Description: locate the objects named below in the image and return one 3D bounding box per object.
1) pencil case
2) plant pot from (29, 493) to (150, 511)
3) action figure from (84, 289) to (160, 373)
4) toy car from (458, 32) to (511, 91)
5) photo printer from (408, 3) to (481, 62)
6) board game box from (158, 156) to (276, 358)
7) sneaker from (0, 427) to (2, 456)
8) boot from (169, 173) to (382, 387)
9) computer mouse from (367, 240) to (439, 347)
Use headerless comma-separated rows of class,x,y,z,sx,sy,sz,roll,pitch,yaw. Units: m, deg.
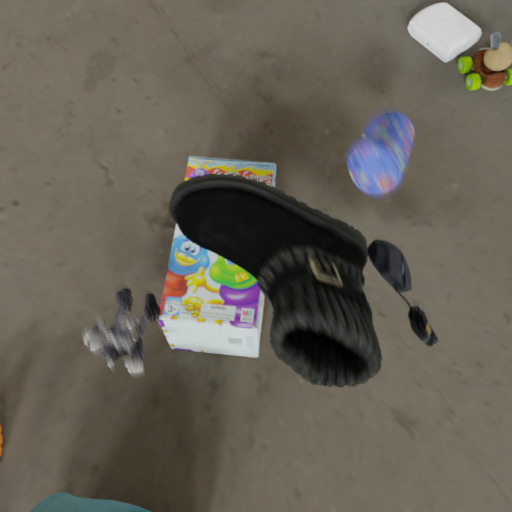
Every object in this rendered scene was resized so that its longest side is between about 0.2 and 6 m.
pencil case,1.783,-1.509,7.991,0.775,0.697,1.785,5,30,19
plant pot,-1.935,3.776,6.623,1.820,1.937,1.937,16,64,23
action figure,-1.808,1.093,7.391,0.864,1.454,0.742,23,38,-11
toy car,4.610,-3.877,10.780,0.953,1.160,0.916,-10,64,-5
photo printer,3.854,-4.681,11.594,1.030,0.430,1.239,-34,69,-16
board game box,-0.516,0.008,8.676,1.398,1.423,2.714,5,63,3
sneaker,-4.552,3.341,7.177,1.468,1.208,3.192,11,62,10
boot,0.180,0.240,6.816,2.905,1.093,2.172,17,44,-8
computer mouse,2.078,0.419,7.779,0.380,0.655,2.234,-42,32,18
